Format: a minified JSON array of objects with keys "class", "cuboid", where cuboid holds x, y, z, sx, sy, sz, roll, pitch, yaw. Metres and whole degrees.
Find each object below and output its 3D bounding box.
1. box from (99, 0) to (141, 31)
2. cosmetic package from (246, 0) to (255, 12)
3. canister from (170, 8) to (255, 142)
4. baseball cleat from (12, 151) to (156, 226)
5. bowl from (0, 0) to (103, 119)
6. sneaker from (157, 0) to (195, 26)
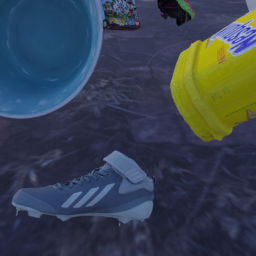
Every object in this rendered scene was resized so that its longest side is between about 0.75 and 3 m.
[{"class":"box","cuboid":[-0.331,-4.085,9.908,1.685,1.151,0.318,-18,5,-44]},{"class":"cosmetic package","cuboid":[4.181,-3.179,7.388,1.169,2.756,1.483,-20,5,-14]},{"class":"canister","cuboid":[1.848,-0.992,3.473,2.372,1.027,1.762,-29,22,33]},{"class":"baseball cleat","cuboid":[-0.399,0.588,2.939,1.454,0.774,0.507,11,-3,-23]},{"class":"bowl","cuboid":[-1.758,-1.767,5.175,2.983,2.983,1.560,4,13,7]},{"class":"sneaker","cuboid":[1.222,-3.820,8.578,2.008,0.841,0.771,30,36,-33]}]
